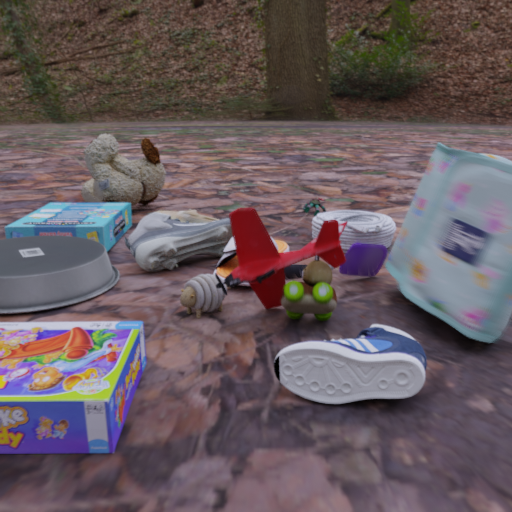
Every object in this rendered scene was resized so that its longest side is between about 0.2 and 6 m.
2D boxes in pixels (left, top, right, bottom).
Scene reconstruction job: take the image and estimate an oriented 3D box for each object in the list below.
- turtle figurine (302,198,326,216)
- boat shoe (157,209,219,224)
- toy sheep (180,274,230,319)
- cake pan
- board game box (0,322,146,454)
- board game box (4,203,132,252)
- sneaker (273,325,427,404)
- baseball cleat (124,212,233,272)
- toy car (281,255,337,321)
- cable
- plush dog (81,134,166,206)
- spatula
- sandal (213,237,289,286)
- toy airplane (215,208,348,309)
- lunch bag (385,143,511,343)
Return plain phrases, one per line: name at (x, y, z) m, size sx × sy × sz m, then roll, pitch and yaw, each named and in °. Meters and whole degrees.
turtle figurine at (1.530, -1.314, 14.771) m, size 0.629 × 0.423 × 0.840 m, roll 4°, pitch 24°, yaw 13°
boat shoe at (-1.409, -0.673, 11.903) m, size 1.737 × 0.627 × 0.564 m, roll 15°, pitch 50°, yaw 21°
toy sheep at (-0.743, 0.564, 8.356) m, size 0.630 × 0.630 × 0.914 m, roll 16°, pitch 24°, yaw 42°
cake pan at (-3.852, 0.208, 9.548) m, size 2.944 × 0.540 × 2.944 m, roll 1°, pitch 16°, yaw 0°
board game box at (-2.638, 1.322, 5.949) m, size 2.624 × 0.587 × 1.764 m, roll 0°, pitch 17°, yaw -1°
board game box at (-3.920, -0.636, 12.119) m, size 1.927 × 0.599 × 2.553 m, roll 0°, pitch 16°, yaw 0°
sneaker at (1.106, 1.182, 6.460) m, size 1.645 × 0.663 × 1.205 m, roll 0°, pitch 9°, yaw 12°
baseball cleat at (-1.259, -0.487, 10.776) m, size 2.535 × 0.884 × 1.349 m, roll -14°, pitch 47°, yaw -36°
toy car at (0.779, 0.326, 8.027) m, size 0.781 × 0.990 × 0.813 m, roll 3°, pitch -27°, yaw 8°
cable at (2.082, -0.560, 11.971) m, size 1.766 × 0.612 × 1.766 m, roll 11°, pitch 20°, yaw 36°
plush dog at (-3.288, -1.954, 14.732) m, size 2.027 × 2.360 × 1.894 m, roll -25°, pitch 62°, yaw -34°
spatula at (1.138, 0.161, 9.140) m, size 2.543 × 0.719 × 0.261 m, roll -7°, pitch 44°, yaw -34°
sandal at (-0.053, -0.131, 10.312) m, size 1.014 × 0.758 × 2.647 m, roll 5°, pitch 18°, yaw 16°
toy airplane at (0.409, 0.059, 7.804) m, size 2.081 × 2.081 × 0.383 m, roll -6°, pitch 41°, yaw -19°
lunch bag at (3.058, -0.273, 7.900) m, size 1.629 × 2.276 × 2.672 m, roll 19°, pitch 17°, yaw -4°
